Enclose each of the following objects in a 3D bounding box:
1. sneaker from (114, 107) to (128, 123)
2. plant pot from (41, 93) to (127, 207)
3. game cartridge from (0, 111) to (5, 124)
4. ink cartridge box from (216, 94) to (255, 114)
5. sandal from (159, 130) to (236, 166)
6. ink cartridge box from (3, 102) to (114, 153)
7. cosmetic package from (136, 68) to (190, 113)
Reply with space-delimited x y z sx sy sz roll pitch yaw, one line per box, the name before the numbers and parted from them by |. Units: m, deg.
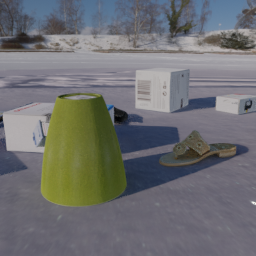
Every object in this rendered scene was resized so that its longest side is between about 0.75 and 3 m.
sneaker | -0.698 -0.541 11.118 1.740 0.523 0.908 18 18 40
plant pot | -0.891 0.280 5.544 1.734 1.853 1.734 0 15 0
game cartridge | -5.454 -0.347 10.803 1.242 0.377 1.863 -4 15 0
ink cartridge box | 5.064 -1.143 13.023 1.664 0.689 1.212 -11 19 -36
sandal | 1.803 0.399 7.203 2.246 0.739 0.824 -6 15 -20
ink cartridge box | -1.865 -0.061 8.149 2.647 1.137 1.938 1 14 9
cosmetic package | 1.708 -1.911 13.612 1.857 1.855 2.251 10 19 33
